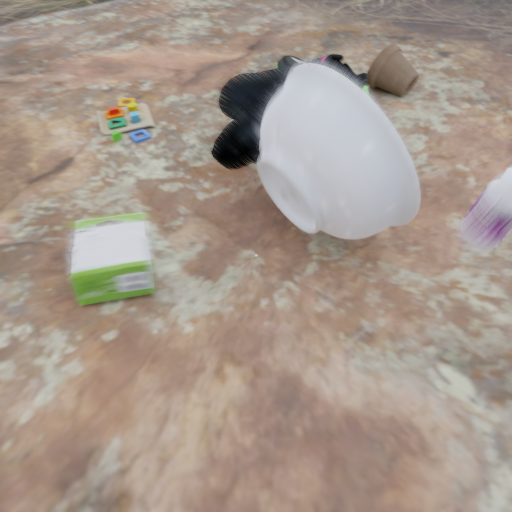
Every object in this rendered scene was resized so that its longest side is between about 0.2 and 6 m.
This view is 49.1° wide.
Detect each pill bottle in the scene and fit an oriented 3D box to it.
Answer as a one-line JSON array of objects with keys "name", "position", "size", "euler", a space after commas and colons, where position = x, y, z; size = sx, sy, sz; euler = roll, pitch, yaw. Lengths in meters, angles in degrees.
[{"name": "pill bottle", "position": [3.241, -0.643, 7.482], "size": [0.584, 1.040, 0.584], "euler": [12, 43, -11]}]

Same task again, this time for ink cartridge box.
[{"name": "ink cartridge box", "position": [-2.362, -0.011, 9.277], "size": [1.198, 0.614, 1.620], "euler": [-9, 36, -9]}]

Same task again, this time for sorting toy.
[{"name": "sorting toy", "position": [-3.088, -3.300, 13.179], "size": [1.227, 0.297, 2.180], "euler": [-12, 43, -13]}]

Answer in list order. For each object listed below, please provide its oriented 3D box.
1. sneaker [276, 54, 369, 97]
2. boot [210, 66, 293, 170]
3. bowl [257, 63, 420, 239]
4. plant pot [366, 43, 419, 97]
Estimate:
[{"name": "sneaker", "position": [1.691, -4.507, 13.854], "size": [2.829, 1.185, 1.086], "euler": [32, 51, 31]}, {"name": "boot", "position": [-0.346, -2.618, 10.925], "size": [2.401, 0.917, 2.017], "euler": [3, 54, 50]}, {"name": "bowl", "position": [0.994, -1.355, 8.989], "size": [1.398, 3.110, 3.110], "euler": [-38, 52, -11]}, {"name": "plant pot", "position": [3.503, -4.578, 14.140], "size": [1.023, 1.173, 1.173], "euler": [41, 54, 14]}]
